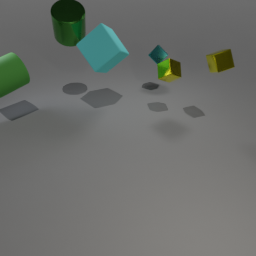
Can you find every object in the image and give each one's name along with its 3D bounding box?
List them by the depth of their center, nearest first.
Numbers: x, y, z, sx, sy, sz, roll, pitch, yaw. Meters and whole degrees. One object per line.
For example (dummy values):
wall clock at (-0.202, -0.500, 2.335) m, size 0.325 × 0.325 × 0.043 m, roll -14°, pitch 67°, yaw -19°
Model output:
cube at (3.449, -2.508, 10.505) m, size 0.700 × 0.700 × 0.700 m, roll -20°, pitch 16°, yaw -3°
cylinder at (-4.997, -2.150, 11.407) m, size 1.400 × 1.400 × 1.400 m, roll 27°, pitch 52°, yaw 37°
cube at (1.709, -2.366, 11.579) m, size 0.700 × 0.700 × 0.700 m, roll 8°, pitch -15°, yaw -39°
cube at (-1.032, -3.321, 11.887) m, size 1.400 × 1.400 × 1.400 m, roll -35°, pitch -1°, yaw 17°
cylinder at (-2.525, -4.486, 12.002) m, size 1.400 × 1.400 × 1.400 m, roll 3°, pitch 65°, yaw -7°
cube at (1.522, -3.643, 13.950) m, size 0.700 × 0.700 × 0.700 m, roll 45°, pitch 19°, yaw -4°
